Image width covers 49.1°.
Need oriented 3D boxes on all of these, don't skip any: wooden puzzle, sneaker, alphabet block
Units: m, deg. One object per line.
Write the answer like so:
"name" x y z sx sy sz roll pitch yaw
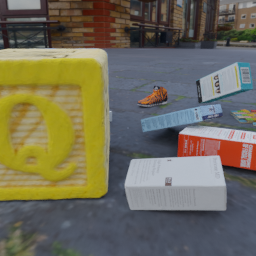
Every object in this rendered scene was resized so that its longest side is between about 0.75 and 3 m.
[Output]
"wooden puzzle" 4.461 -0.418 10.177 1.149 0.136 1.938 0 20 1
"sneaker" 1.034 -1.374 11.824 1.485 0.832 0.576 -13 23 -32
"alphabet block" -1.770 -0.304 6.124 2.724 2.709 2.774 -3 19 -2

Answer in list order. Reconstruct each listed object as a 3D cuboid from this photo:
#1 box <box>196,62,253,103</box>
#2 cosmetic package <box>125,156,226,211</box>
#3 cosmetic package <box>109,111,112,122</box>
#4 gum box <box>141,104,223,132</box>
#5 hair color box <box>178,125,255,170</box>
"box" 3.403 -1.566 10.161 0.562 0.942 2.288 -4 -5 -22
"cosmetic package" 0.856 0.990 5.075 1.685 0.624 0.857 -6 29 13
"cosmetic package" -1.517 -0.461 9.922 1.196 0.410 1.586 -15 24 -42
"gum box" 1.563 -0.284 8.099 1.837 0.409 1.561 -11 -1 38
"hair color box" 2.387 0.441 6.827 2.097 0.670 1.163 7 14 25
